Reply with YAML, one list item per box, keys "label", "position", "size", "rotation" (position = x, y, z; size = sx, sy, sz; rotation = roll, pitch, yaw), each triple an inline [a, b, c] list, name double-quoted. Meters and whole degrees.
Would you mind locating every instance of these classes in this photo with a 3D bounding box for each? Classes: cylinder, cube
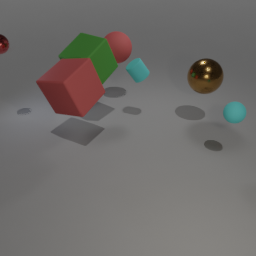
- label: "cylinder"
  position: [0.383, -2.281, 11.107]
  size: [0.700, 0.700, 0.700]
  rotation: [-29, 31, 20]
- label: "cube"
  position: [-1.889, -1.383, 9.456]
  size: [1.400, 1.400, 1.400]
  rotation: [8, 48, 35]
- label: "cube"
  position: [-1.491, -2.565, 10.756]
  size: [1.400, 1.400, 1.400]
  rotation: [25, 67, 33]

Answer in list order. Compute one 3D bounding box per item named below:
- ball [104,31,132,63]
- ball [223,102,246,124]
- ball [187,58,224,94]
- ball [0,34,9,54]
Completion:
- label: "ball"
  position: [-0.519, -3.653, 12.728]
  size: [1.400, 1.400, 1.400]
  rotation: [0, 30, 0]
- label: "ball"
  position: [3.406, -0.493, 8.951]
  size: [0.700, 0.700, 0.700]
  rotation: [0, 30, 0]
- label: "ball"
  position: [3.067, -2.048, 11.132]
  size: [1.400, 1.400, 1.400]
  rotation: [0, 30, 0]
- label: "ball"
  position: [-4.583, -2.977, 9.928]
  size: [0.700, 0.700, 0.700]
  rotation: [0, 30, 0]
